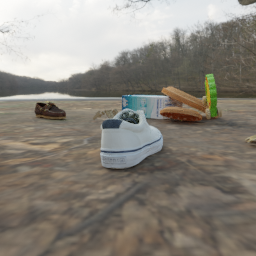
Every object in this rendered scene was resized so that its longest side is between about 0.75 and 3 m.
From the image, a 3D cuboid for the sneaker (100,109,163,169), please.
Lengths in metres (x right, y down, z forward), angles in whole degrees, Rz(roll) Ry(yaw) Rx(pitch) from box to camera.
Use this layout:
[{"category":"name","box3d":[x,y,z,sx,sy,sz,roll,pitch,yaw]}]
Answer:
[{"category":"sneaker","box3d":[0.158,0.060,4.980,0.831,0.806,2.276,2,8,14]}]

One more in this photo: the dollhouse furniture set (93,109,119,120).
[{"category":"dollhouse furniture set","box3d":[-0.718,-0.327,9.782,0.433,0.507,0.978,-43,-19,32]}]

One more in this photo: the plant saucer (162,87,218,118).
[{"category":"plant saucer","box3d":[2.664,-1.156,11.834,2.577,0.416,2.577,24,11,-5]}]

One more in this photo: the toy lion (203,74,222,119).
[{"category":"toy lion","box3d":[2.865,-1.194,9.682,0.536,1.496,1.561,-8,30,12]}]

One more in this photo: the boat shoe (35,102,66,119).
[{"category":"boat shoe","box3d":[-3.264,-0.732,11.584,1.931,0.679,0.680,8,9,38]}]

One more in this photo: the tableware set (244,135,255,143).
[{"category":"tableware set","box3d":[2.945,0.137,5.806,1.122,0.130,0.937,-20,-10,27]}]

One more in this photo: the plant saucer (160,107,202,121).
[{"category":"plant saucer","box3d":[1.898,-0.510,10.052,1.509,0.243,1.509,9,-6,1]}]

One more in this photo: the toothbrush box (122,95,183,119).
[{"category":"toothbrush box","box3d":[1.044,-0.952,12.146,2.190,0.934,1.603,6,10,39]}]
